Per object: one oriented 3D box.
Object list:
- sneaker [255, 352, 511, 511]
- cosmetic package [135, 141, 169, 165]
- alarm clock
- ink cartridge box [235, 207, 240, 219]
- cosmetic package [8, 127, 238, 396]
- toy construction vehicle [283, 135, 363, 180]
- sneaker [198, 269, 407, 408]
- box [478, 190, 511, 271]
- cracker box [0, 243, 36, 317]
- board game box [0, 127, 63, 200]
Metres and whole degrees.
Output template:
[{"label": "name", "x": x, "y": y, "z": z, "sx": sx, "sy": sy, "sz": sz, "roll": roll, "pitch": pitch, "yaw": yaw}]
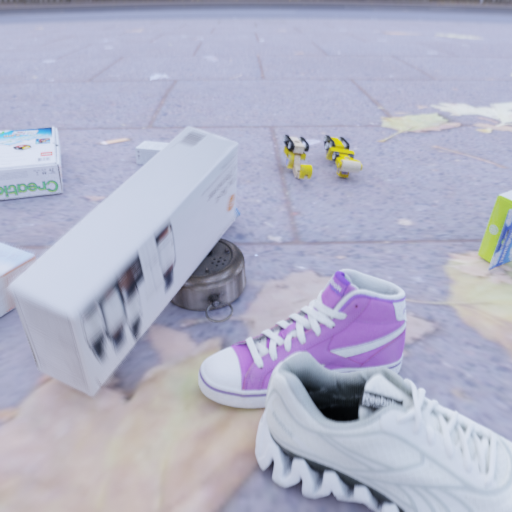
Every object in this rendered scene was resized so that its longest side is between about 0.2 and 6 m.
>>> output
[{"label": "sneaker", "x": 1.432, "y": 1.726, "z": 4.922, "sx": 3.057, "sy": 1.239, "sz": 1.149, "roll": 12, "pitch": 30, "yaw": 18}, {"label": "cosmetic package", "x": -2.169, "y": -2.368, "z": 13.078, "sx": 1.148, "sy": 0.409, "sz": 0.582, "roll": 7, "pitch": 30, "yaw": 12}, {"label": "alarm clock", "x": -0.711, "y": 0.312, "z": 8.026, "sx": 1.231, "sy": 0.607, "sz": 1.824, "roll": -13, "pitch": 41, "yaw": -14}, {"label": "ink cartridge box", "x": -0.736, "y": -1.009, "z": 9.867, "sx": 0.461, "sy": 0.791, "sz": 1.094, "roll": -33, "pitch": 17, "yaw": 0}, {"label": "cosmetic package", "x": -1.361, "y": -0.110, "z": 7.005, "sx": 0.888, "sy": 1.447, "sz": 3.506, "roll": 22, "pitch": 47, "yaw": 15}, {"label": "toy construction vehicle", "x": 1.460, "y": -2.166, "z": 12.639, "sx": 1.655, "sy": 0.670, "sz": 1.901, "roll": 3, "pitch": 30, "yaw": -17}, {"label": "sneaker", "x": 0.530, "y": 0.813, "z": 6.360, "sx": 2.487, "sy": 1.418, "sz": 0.901, "roll": -10, "pitch": 32, "yaw": -15}, {"label": "box", "x": 4.357, "y": -0.557, "z": 9.052, "sx": 1.895, "sy": 1.156, "sz": 0.452, "roll": -17, "pitch": 38, "yaw": -28}, {"label": "cracker box", "x": -4.341, "y": 0.549, "z": 7.483, "sx": 1.569, "sy": 0.675, "sz": 2.342, "roll": 17, "pitch": 34, "yaw": 21}, {"label": "board game box", "x": -6.340, "y": -1.872, "z": 11.841, "sx": 4.234, "sy": 0.733, "sz": 2.673, "roll": -9, "pitch": 30, "yaw": -15}]
